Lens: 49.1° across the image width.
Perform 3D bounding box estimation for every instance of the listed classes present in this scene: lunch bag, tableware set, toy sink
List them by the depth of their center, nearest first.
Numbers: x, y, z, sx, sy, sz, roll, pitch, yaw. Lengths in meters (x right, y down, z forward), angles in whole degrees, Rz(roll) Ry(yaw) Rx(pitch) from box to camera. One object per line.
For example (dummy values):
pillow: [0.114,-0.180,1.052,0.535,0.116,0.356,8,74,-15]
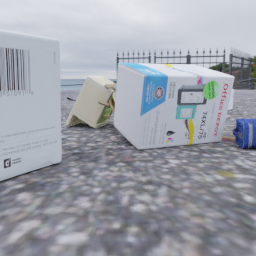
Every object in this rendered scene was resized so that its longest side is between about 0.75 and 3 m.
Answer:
lunch bag: [2.736,0.102,6.367,0.604,0.621,0.913,1,10,8]
tableware set: [0.056,-0.613,9.059,0.551,1.817,2.749,-39,-3,20]
toy sink: [-1.040,-0.658,9.065,1.011,1.804,1.176,32,17,10]

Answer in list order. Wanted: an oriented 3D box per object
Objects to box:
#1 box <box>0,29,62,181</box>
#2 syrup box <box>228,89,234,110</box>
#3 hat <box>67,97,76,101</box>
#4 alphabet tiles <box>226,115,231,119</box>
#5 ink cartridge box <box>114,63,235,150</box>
box: [-2.331,-0.360,4.332,1.450,2.219,2.207,9,13,32]
syrup box: [4.199,-1.348,13.546,1.036,1.071,2.630,6,11,36]
hat: [-1.896,-0.919,12.262,1.696,0.684,1.696,7,4,0]
alphabet tiles: [2.542,-0.404,10.907,2.152,0.097,2.575,7,12,34]
ink cartridge box: [1.015,-0.620,6.779,2.252,1.652,1.644,-4,22,-22]
